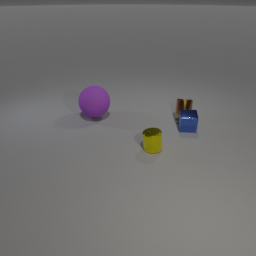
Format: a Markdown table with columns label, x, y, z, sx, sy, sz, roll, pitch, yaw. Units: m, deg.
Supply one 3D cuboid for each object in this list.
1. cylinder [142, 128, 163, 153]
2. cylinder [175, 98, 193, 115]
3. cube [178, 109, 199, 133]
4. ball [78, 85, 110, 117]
| label | x | y | z | sx | sy | sz | roll | pitch | yaw |
| --- | --- | --- | --- | --- | --- | --- | --- | --- | --- |
| cylinder | 0.888 | 0.443 | 10.150 | 0.700 | 0.700 | 0.700 | -5 | 27 | 3 |
| cylinder | 2.460 | -0.918 | 12.286 | 0.700 | 0.700 | 0.700 | 4 | 8 | -1 |
| cube | 2.482 | -0.294 | 11.556 | 0.700 | 0.700 | 0.700 | 2 | 35 | 5 |
| ball | -1.485 | -1.173 | 12.372 | 1.400 | 1.400 | 1.400 | 0 | 27 | 0 |
